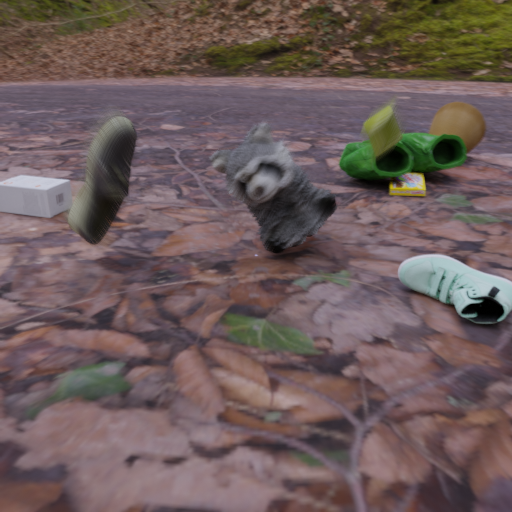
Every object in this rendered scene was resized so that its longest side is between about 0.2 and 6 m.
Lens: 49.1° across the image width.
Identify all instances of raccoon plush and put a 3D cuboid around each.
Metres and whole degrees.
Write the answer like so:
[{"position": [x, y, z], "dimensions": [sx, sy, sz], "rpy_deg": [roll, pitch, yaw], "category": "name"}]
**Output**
[{"position": [0.097, -1.402, 10.572], "dimensions": [1.570, 2.175, 3.245], "rpy_deg": [-40, 18, -2], "category": "raccoon plush"}]

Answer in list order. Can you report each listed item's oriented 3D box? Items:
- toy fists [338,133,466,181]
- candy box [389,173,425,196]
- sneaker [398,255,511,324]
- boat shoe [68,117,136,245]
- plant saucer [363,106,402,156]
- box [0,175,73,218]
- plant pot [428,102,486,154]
[{"position": [3.918, -2.750, 15.336], "dimensions": [3.477, 1.195, 1.772], "rpy_deg": [-12, 6, -24], "category": "toy fists"}, {"position": [3.967, -1.888, 14.722], "dimensions": [0.873, 0.226, 1.708], "rpy_deg": [5, 23, 12], "category": "candy box"}, {"position": [2.896, 0.476, 8.312], "dimensions": [1.780, 0.655, 1.050], "rpy_deg": [14, 20, 26], "category": "sneaker"}, {"position": [-2.464, -1.202, 9.423], "dimensions": [0.730, 2.221, 0.794], "rpy_deg": [40, 22, 30], "category": "boat shoe"}, {"position": [2.009, -1.931, 8.685], "dimensions": [0.580, 0.581, 0.139], "rpy_deg": [-35, 25, -17], "category": "plant saucer"}, {"position": [-5.083, -1.376, 12.871], "dimensions": [1.399, 0.682, 0.870], "rpy_deg": [8, 24, 18], "category": "box"}, {"position": [6.048, -3.647, 17.506], "dimensions": [1.686, 1.686, 1.810], "rpy_deg": [15, 44, 32], "category": "plant pot"}]
